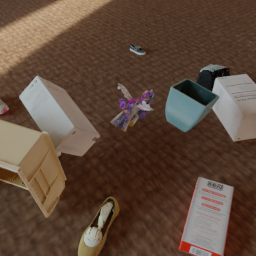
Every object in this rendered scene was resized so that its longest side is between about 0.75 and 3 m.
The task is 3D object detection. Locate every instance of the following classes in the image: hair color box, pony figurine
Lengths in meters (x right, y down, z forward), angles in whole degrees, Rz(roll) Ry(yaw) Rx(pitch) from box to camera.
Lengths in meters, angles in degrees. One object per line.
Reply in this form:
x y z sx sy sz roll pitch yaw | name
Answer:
2.165 2.424 7.608 1.050 0.634 2.069 16 48 16 | hair color box
0.151 -0.657 8.863 1.314 1.577 1.523 41 12 14 | pony figurine

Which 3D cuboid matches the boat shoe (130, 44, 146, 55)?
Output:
0.505 -4.071 14.433 0.355 0.329 0.962 -35 54 -30 | boat shoe

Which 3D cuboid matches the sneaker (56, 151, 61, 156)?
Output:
-3.002 0.728 9.532 1.551 0.598 0.635 23 78 18 | sneaker

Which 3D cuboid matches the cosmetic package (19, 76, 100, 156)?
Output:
-2.089 -0.353 8.569 0.981 1.365 2.419 -45 60 11 | cosmetic package

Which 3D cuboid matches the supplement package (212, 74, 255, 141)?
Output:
4.167 -0.792 10.370 1.320 1.336 2.204 -8 45 -8 | supplement package

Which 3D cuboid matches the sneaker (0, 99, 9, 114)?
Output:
-5.411 -1.062 11.094 1.625 0.717 0.661 26 50 24 | sneaker

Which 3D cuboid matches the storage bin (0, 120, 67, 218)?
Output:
-3.309 1.011 7.614 2.678 2.658 1.255 15 51 15 | storage bin

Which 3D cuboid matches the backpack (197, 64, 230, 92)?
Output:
3.605 -2.111 11.836 1.008 1.330 1.593 32 47 33 | backpack

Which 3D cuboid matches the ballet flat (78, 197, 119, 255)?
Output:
-0.800 2.619 7.447 0.639 0.586 1.861 16 47 15 | ballet flat

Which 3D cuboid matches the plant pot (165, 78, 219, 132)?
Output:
1.695 -0.557 7.921 1.107 1.127 1.104 34 36 20 | plant pot
